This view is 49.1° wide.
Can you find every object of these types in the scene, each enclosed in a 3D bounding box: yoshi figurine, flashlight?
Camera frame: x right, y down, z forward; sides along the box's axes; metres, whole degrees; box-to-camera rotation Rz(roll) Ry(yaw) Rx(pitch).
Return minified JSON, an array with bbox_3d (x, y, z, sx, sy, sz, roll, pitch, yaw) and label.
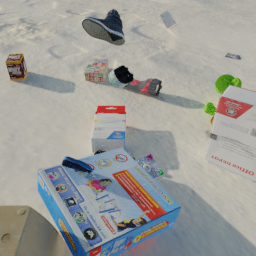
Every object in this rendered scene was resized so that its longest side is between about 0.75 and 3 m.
[{"bbox_3d":[4.046,-1.244,11.542,1.664,1.658,2.961,7,35,19],"label":"yoshi figurine"},{"bbox_3d":[0.346,-2.195,13.232,2.490,0.846,0.843,23,62,22],"label":"flashlight"}]

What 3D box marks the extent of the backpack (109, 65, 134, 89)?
[{"bbox_3d":[-0.323,-1.964,11.010,0.826,0.701,0.931,54,36,-3],"label":"backpack"}]

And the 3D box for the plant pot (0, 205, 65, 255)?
[{"bbox_3d":[-2.774,2.863,5.930,2.270,2.009,2.267,1,38,0],"label":"plant pot"}]

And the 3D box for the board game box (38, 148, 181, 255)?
[{"bbox_3d":[-0.591,1.920,7.640,2.821,0.805,2.882,-12,38,-34],"label":"board game box"}]

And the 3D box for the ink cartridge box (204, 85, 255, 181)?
[{"bbox_3d":[3.683,0.175,8.912,1.872,2.550,1.057,23,40,25],"label":"ink cartridge box"}]

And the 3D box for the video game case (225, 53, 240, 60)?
[{"bbox_3d":[6.173,-4.227,16.501,0.759,0.072,0.542,21,43,23],"label":"video game case"}]

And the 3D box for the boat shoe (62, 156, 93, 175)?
[{"bbox_3d":[-1.394,1.048,7.674,0.875,0.301,0.368,28,12,-16],"label":"boat shoe"}]

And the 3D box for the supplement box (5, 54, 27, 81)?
[{"bbox_3d":[-5.683,-3.124,14.316,0.681,1.026,1.012,-4,38,-5],"label":"supplement box"}]

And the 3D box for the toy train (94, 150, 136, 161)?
[{"bbox_3d":[-0.428,1.027,9.692,1.533,0.261,0.351,11,28,12],"label":"toy train"}]

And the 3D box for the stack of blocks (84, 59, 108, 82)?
[{"bbox_3d":[-1.628,-3.047,14.658,0.949,0.482,1.647,4,38,5],"label":"stack of blocks"}]

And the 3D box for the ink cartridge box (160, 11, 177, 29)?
[{"bbox_3d":[1.816,-4.826,12.560,0.387,0.674,0.928,-28,8,23],"label":"ink cartridge box"}]

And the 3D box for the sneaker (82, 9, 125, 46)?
[{"bbox_3d":[-1.058,-4.514,11.904,2.069,0.787,1.495,16,60,-39],"label":"sneaker"}]

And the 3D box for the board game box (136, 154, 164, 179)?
[{"bbox_3d":[0.628,1.326,9.250,0.873,0.113,0.873,-20,55,-24],"label":"board game box"}]

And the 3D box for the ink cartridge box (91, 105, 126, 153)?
[{"bbox_3d":[-0.681,-0.016,10.628,1.216,0.704,2.093,1,38,1],"label":"ink cartridge box"}]
